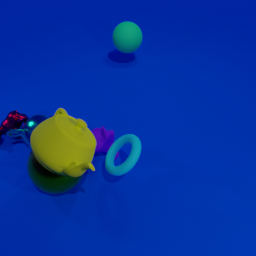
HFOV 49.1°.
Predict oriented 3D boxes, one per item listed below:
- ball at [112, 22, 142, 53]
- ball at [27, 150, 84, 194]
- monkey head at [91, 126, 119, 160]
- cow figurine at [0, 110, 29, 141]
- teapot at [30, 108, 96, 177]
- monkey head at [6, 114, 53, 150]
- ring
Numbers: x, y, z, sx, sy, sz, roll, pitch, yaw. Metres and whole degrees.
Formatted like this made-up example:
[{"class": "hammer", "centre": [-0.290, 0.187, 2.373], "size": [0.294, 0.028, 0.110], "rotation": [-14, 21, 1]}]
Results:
[{"class": "ball", "centre": [-0.024, -3.441, 10.659], "size": [1.137, 1.137, 1.137], "rotation": [0, 43, 0]}, {"class": "ball", "centre": [-1.654, 0.857, 6.521], "size": [1.320, 1.320, 1.320], "rotation": [0, 43, 0]}, {"class": "monkey head", "centre": [-0.688, 0.456, 7.342], "size": [0.751, 1.247, 0.897], "rotation": [-7, 58, -45]}, {"class": "cow figurine", "centre": [-3.400, -0.060, 7.796], "size": [1.033, 1.050, 0.576], "rotation": [21, 8, -40]}, {"class": "teapot", "centre": [-1.129, 0.290, 5.336], "size": [1.270, 1.000, 2.043], "rotation": [25, 22, -41]}, {"class": "monkey head", "centre": [-2.291, 0.003, 7.510], "size": [1.679, 1.208, 1.012], "rotation": [-27, 72, -36]}, {"class": "ring", "centre": [-0.125, 0.613, 6.465], "size": [1.062, 0.212, 1.062], "rotation": [-32, 37, 29]}]
